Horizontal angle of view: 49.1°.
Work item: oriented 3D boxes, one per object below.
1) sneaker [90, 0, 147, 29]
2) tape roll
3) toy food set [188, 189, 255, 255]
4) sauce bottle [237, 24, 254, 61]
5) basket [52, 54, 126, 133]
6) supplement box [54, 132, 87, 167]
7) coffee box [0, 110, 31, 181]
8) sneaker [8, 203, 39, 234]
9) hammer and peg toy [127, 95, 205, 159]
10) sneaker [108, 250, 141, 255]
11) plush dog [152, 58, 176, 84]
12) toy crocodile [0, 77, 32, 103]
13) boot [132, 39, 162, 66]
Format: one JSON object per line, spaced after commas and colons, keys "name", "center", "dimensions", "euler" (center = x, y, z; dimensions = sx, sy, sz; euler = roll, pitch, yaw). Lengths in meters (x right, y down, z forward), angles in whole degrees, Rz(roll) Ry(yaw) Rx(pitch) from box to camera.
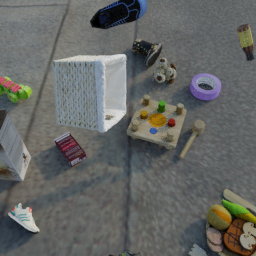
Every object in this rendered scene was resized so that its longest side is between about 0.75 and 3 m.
{"name": "sneaker", "center": [-0.420, -4.237, 10.510], "dimensions": [1.008, 0.908, 2.589], "euler": [-36, 23, -31]}
{"name": "tape roll", "center": [3.434, -1.833, 12.416], "dimensions": [1.280, 0.420, 1.280], "euler": [0, 52, 1]}
{"name": "toy food set", "center": [3.204, 3.153, 8.549], "dimensions": [1.809, 0.526, 2.620], "euler": [30, 58, 21]}
{"name": "sauce bottle", "center": [4.223, -3.009, 9.963], "dimensions": [0.430, 1.302, 0.430], "euler": [-20, 29, 12]}
{"name": "basket", "center": [-1.087, -1.190, 8.535], "dimensions": [1.662, 2.067, 2.048], "euler": [7, 21, 15]}
{"name": "supplement box", "center": [-2.152, 0.784, 10.446], "dimensions": [0.677, 0.379, 1.244], "euler": [-30, 58, -22]}
{"name": "coffee box", "center": [-4.379, 0.612, 9.115], "dimensions": [1.540, 2.693, 1.074], "euler": [3, 53, 3]}
{"name": "sneaker", "center": [-3.196, 2.830, 8.855], "dimensions": [1.219, 0.429, 0.570], "euler": [25, 62, 21]}
{"name": "hammer and peg toy", "center": [1.508, -0.111, 10.755], "dimensions": [2.740, 0.966, 2.015], "euler": [17, 55, 12]}
{"name": "sneaker", "center": [-0.090, 3.801, 8.206], "dimensions": [1.018, 0.361, 0.422], "euler": [3, 44, -3]}
{"name": "plush dog", "center": [1.719, -2.491, 12.803], "dimensions": [1.000, 0.934, 1.164], "euler": [10, 81, -9]}
{"name": "toy crocodile", "center": [-5.186, -1.786, 12.188], "dimensions": [2.344, 0.724, 0.791], "euler": [25, 57, 18]}
{"name": "boot", "center": [0.811, -3.744, 13.718], "dimensions": [1.340, 0.651, 1.780], "euler": [21, 52, 14]}
